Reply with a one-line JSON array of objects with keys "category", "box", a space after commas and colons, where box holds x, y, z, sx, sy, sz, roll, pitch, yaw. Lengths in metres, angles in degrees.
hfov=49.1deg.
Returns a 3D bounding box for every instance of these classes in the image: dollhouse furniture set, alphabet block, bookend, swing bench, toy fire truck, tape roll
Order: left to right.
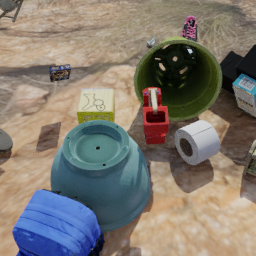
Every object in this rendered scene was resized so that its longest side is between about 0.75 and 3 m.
[{"category": "swing bench", "box": [-3.312, -3.663, 7.556, 0.699, 1.072, 1.078, 20, 73, 23]}, {"category": "alphabet block", "box": [-1.013, -0.499, 9.304, 1.167, 1.173, 1.195, -1, 44, 1]}, {"category": "toy fire truck", "box": [0.664, -0.451, 7.306, 0.565, 1.635, 2.318, -3, 49, 4]}, {"category": "tape roll", "box": [2.045, 0.434, 8.363, 0.797, 1.161, 1.161, -22, 48, -20]}, {"category": "bookend", "box": [4.189, -1.988, 9.705, 1.187, 2.561, 2.577, -50, 56, 1]}, {"category": "dollhouse furniture set", "box": [4.562, 0.816, 7.913, 1.902, 1.057, 1.682, 23, 48, 29]}]

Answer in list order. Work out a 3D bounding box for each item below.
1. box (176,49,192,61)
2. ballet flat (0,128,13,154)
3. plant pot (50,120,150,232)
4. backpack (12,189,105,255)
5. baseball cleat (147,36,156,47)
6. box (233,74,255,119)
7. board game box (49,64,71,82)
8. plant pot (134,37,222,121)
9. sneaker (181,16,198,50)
[{"category": "box", "box": [2.741, -3.069, 12.370, 1.082, 0.548, 0.609, 16, 48, 15]}, {"category": "ballet flat", "box": [-4.880, 0.252, 9.035, 2.732, 0.633, 0.920, 20, 32, 12]}, {"category": "plant pot", "box": [-0.755, 0.977, 7.313, 2.774, 1.858, 2.774, 0, 44, 0]}, {"category": "backpack", "box": [-1.408, 2.362, 5.772, 1.635, 2.012, 1.688, 12, 45, 10]}, {"category": "baseball cleat", "box": [1.150, -4.284, 13.810, 0.433, 0.284, 0.813, 6, 44, 6]}, {"category": "box", "box": [4.067, -0.993, 9.325, 0.474, 1.927, 0.793, -49, 56, 1]}, {"category": "board game box", "box": [-2.245, -1.803, 9.228, 0.649, 0.959, 0.166, -13, 82, -17]}, {"category": "plant pot", "box": [1.731, -2.139, 10.228, 2.840, 2.840, 2.697, 4, 32, 4]}, {"category": "sneaker", "box": [2.939, -4.505, 13.388, 1.006, 1.215, 2.546, 7, 46, 4]}]
